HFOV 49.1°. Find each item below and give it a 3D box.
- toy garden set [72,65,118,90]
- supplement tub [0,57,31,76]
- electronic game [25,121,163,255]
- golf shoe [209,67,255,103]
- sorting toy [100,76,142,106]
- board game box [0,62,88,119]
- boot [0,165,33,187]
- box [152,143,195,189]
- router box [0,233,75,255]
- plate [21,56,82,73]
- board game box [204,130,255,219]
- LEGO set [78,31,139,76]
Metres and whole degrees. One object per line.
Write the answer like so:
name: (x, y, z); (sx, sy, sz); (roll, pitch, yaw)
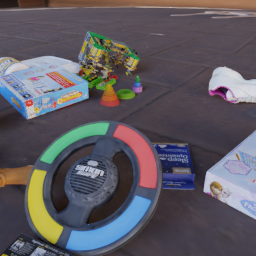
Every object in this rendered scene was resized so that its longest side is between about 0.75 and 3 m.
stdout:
toy garden set: (-1.542, -2.274, 12.003); (2.214, 0.442, 1.846); (12, 30, 21)
supplement tub: (-4.552, -2.129, 11.000); (1.134, 1.134, 1.568); (-25, 38, -38)
electronic game: (-0.640, 0.923, 4.949); (2.523, 0.525, 2.523); (-8, 54, 12)
golf shoe: (3.984, -1.196, 9.683); (2.494, 0.939, 1.142); (25, 66, 20)
sorting toy: (-0.190, -1.450, 10.196); (0.722, 0.717, 2.082); (22, 36, 35)
board game box: (-2.991, -1.416, 9.834); (2.304, 0.658, 2.353); (-24, 41, -32)
boot: (-2.319, 0.952, 5.418); (1.093, 0.419, 0.848); (5, 3, 23)
box: (1.002, 0.820, 6.464); (0.930, 0.249, 1.535); (2, 30, 3)
router box: (-1.346, 2.121, 3.939); (1.223, 0.319, 0.962); (12, 31, 22)
plate: (-3.892, -2.829, 13.041); (2.825, 0.458, 2.831); (22, 35, 33)
board game box: (3.438, 1.068, 5.635); (2.738, 0.563, 2.732); (25, 37, 38)
LEGO set: (-0.988, -3.031, 12.649); (2.724, 1.578, 2.095); (0, 42, -39)
